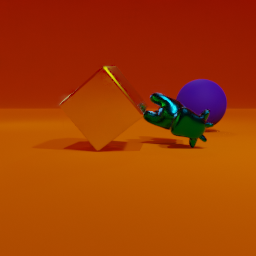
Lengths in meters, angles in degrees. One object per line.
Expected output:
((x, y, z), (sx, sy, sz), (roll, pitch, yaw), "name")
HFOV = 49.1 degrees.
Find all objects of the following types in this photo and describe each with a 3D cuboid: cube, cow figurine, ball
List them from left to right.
((-0.334, -0.352, 4.466), (0.912, 0.912, 0.912), (-38, 5, 14), "cube")
((0.902, -0.171, 4.918), (1.223, 0.682, 1.243), (26, 11, 20), "cow figurine")
((1.971, -0.641, 7.589), (1.340, 1.340, 1.340), (0, 4, 0), "ball")
